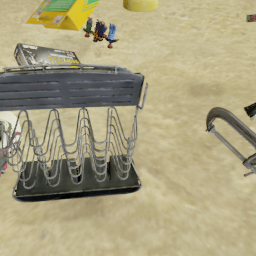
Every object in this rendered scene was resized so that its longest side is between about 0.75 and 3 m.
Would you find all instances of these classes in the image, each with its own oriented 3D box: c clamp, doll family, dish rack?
[{"bbox_3d":[1.935,0.292,5.131,0.202,1.276,1.494,-40,83,-17],"label":"c clamp"},{"bbox_3d":[-0.618,-2.158,6.387,0.956,0.553,0.375,30,26,35],"label":"doll family"},{"bbox_3d":[-0.766,0.232,3.910,2.097,2.734,0.746,-4,59,-8],"label":"dish rack"}]

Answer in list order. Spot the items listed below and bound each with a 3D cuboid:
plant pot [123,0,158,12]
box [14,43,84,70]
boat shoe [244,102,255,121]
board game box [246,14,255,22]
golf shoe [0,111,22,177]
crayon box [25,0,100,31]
[{"bbox_3d":[0.317,-3.454,6.977,0.896,0.843,0.896,0,40,0],"label":"plant pot"},{"bbox_3d":[-1.727,-1.367,6.607,1.544,0.373,1.223,-4,53,-45],"label":"box"},{"bbox_3d":[3.127,-0.712,6.193,0.423,1.275,0.477,52,33,15],"label":"boat shoe"},{"bbox_3d":[3.583,-2.699,6.833,1.104,0.190,0.747,-2,20,1],"label":"board game box"},{"bbox_3d":[-2.173,0.108,4.777,0.701,0.800,1.816,14,30,-19],"label":"golf shoe"},{"bbox_3d":[-1.718,-3.790,8.383,1.586,0.650,2.522,18,70,35],"label":"crayon box"}]
